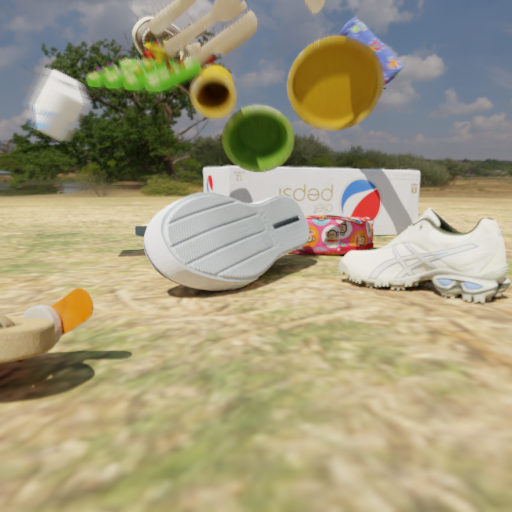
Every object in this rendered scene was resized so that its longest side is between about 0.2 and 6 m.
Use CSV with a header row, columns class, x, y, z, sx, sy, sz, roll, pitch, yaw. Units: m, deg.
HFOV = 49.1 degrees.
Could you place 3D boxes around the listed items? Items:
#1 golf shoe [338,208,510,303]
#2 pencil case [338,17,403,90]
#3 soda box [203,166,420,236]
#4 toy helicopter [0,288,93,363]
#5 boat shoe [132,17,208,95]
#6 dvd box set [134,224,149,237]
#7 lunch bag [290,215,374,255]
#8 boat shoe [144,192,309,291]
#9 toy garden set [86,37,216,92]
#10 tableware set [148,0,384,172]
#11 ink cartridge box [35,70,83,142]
class,x,y,z,sx,sy,sz,roll,pitch,yaw
golf shoe,1.807,-0.067,6.247,1.948,0.947,0.763,4,11,40
pencil case,2.068,-3.678,10.176,0.520,1.332,0.578,-43,0,-6
soda box,1.306,-1.216,12.724,4.819,1.534,1.641,-3,8,-24
toy helicopter,-1.744,0.464,3.524,1.077,0.642,1.629,-8,4,-40
boat shoe,-1.157,-2.941,8.556,0.545,0.658,1.831,52,10,27
dvd box set,-1.849,-0.639,13.219,1.304,0.262,1.782,2,8,18
lunch bag,1.215,-0.416,9.840,1.661,0.681,1.463,3,8,23
boat shoe,-0.352,-0.108,6.980,0.988,1.147,3.185,-29,-8,30
toy garden set,-1.278,-2.540,7.231,1.571,0.314,1.310,18,44,40
tableware set,0.848,-2.638,6.497,3.909,2.633,0.600,-28,32,21
ink cartridge box,-2.714,-2.064,7.661,0.362,0.627,0.864,23,23,-36
